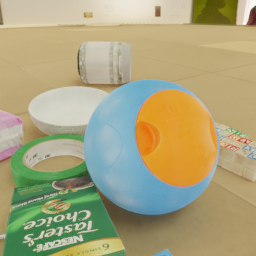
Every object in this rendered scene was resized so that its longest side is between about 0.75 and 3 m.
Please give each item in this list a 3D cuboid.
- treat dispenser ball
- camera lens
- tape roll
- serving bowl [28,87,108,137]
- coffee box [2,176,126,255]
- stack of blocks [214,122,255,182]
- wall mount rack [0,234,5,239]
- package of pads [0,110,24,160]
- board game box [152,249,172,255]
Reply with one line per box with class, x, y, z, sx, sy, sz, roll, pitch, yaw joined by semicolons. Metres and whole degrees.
treat dispenser ball;0.396;0.319;4.969;2.335;2.335;2.335;0;25;0
camera lens;-1.003;-2.859;12.336;2.263;1.810;1.810;2;25;3
tape roll;-1.535;0.755;6.175;1.923;0.462;1.923;0;24;0
serving bowl;-1.543;-0.360;8.035;2.415;0.794;2.415;2;32;-2
coffee box;-1.002;1.448;4.136;1.444;0.516;2.348;-7;15;-15
stack of blocks;2.439;0.480;6.675;1.040;0.529;1.807;-19;31;-35
wall mount rack;-2.352;1.796;3.726;1.708;0.637;1.484;-11;27;-21
package of pads;-4.141;0.075;6.868;2.938;1.112;1.770;16;27;31
board game box;0.246;2.200;3.150;1.316;0.376;1.344;-12;28;-24
